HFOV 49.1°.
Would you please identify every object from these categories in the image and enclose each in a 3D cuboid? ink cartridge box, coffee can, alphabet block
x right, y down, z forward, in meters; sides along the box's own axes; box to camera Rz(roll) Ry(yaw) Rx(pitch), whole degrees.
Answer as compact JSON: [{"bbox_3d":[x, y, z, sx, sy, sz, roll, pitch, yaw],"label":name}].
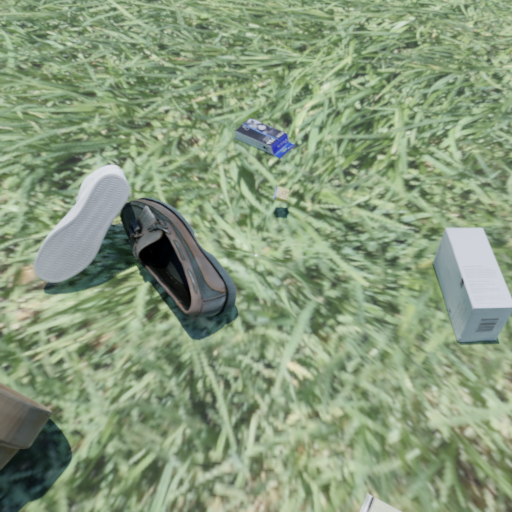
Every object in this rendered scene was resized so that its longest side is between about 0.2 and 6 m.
[{"bbox_3d":[0.198,-2.634,12.496,1.270,0.249,0.632,28,53,22],"label":"ink cartridge box"},{"bbox_3d":[1.740,3.567,6.395,1.454,1.064,1.064,23,52,19],"label":"coffee can"},{"bbox_3d":[0.479,-1.174,10.736,0.238,0.233,0.232,17,81,-7],"label":"alphabet block"}]

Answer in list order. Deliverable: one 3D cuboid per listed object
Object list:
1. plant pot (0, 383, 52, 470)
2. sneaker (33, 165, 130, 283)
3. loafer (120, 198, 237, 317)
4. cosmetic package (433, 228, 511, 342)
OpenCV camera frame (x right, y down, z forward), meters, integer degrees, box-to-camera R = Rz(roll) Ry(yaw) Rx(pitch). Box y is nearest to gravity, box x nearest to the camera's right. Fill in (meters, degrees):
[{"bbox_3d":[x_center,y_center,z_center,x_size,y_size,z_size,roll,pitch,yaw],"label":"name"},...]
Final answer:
[{"bbox_3d":[-4.345,2.319,6.746,2.742,2.742,2.380,21,68,18],"label":"plant pot"},{"bbox_3d":[-2.979,-0.601,9.781,2.238,0.825,1.293,-49,23,7],"label":"sneaker"},{"bbox_3d":[-1.532,-0.062,9.492,2.935,1.055,0.923,42,30,28],"label":"loafer"},{"bbox_3d":[3.542,0.444,9.270,0.696,0.967,1.714,-2,47,-2],"label":"cosmetic package"}]
